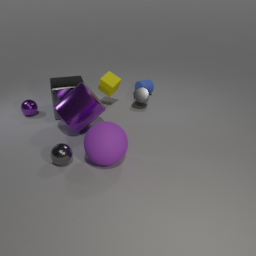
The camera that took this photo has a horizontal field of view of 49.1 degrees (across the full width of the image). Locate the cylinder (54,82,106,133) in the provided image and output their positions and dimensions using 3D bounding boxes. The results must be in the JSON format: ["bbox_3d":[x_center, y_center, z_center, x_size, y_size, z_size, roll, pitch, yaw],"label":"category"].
[{"bbox_3d":[-1.802,-0.774,10.618,1.400,1.400,1.400,-41,34,3],"label":"cylinder"}]

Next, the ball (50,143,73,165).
[{"bbox_3d":[-2.121,0.837,8.944,0.700,0.700,0.700,0,29,0],"label":"ball"}]

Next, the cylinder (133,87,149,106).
[{"bbox_3d":[0.599,-1.411,12.702,0.700,0.700,0.700,2,-10,4],"label":"cylinder"}]

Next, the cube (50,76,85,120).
[{"bbox_3d":[-2.575,-1.349,12.152,1.400,1.400,1.400,-8,30,-14],"label":"cube"}]

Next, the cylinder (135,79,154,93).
[{"bbox_3d":[0.807,-2.032,13.965,0.700,0.700,0.700,-15,32,-34],"label":"cylinder"}]

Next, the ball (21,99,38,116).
[{"bbox_3d":[-4.238,-0.876,12.033,0.700,0.700,0.700,0,29,0],"label":"ball"}]

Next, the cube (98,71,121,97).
[{"bbox_3d":[-0.835,-1.971,12.586,0.700,0.700,0.700,35,54,7],"label":"cube"}]

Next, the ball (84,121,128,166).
[{"bbox_3d":[-0.695,0.486,8.854,1.400,1.400,1.400,0,29,0],"label":"ball"}]
